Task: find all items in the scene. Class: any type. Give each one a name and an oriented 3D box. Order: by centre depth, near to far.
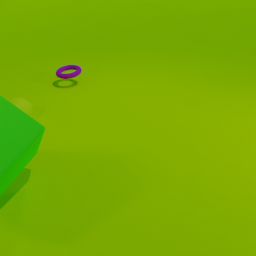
[{"bbox_3d":[-2.687,0.336,5.592,1.344,1.344,1.344,36,54,-4],"label":"cube"},{"bbox_3d":[-3.490,-0.573,8.990,0.796,0.796,0.796,0,29,0],"label":"ball"},{"bbox_3d":[-2.527,-2.404,11.941,1.111,0.222,1.111,-4,36,3],"label":"ring"}]
